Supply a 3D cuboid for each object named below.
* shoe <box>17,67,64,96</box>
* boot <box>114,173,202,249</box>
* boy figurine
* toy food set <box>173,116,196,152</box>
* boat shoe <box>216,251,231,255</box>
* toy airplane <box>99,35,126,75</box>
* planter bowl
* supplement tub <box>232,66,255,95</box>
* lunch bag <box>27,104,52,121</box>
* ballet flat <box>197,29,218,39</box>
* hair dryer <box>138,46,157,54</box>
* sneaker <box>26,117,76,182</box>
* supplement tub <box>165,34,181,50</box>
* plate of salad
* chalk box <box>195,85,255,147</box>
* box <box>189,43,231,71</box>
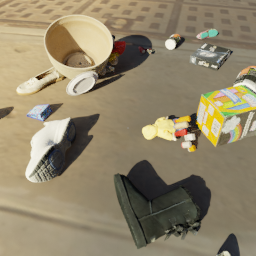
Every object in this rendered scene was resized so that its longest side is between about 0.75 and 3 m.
[{"bbox_3d":[-3.922,-2.150,12.464,2.298,0.613,0.803,-33,51,-32],"label":"shoe"},{"bbox_3d":[0.766,2.014,7.627,1.861,0.840,2.271,-16,51,-14],"label":"boot"},{"bbox_3d":[1.381,0.057,10.039,1.742,0.561,1.083,-13,51,-12],"label":"boy figurine"},{"bbox_3d":[1.884,0.234,9.574,0.551,1.224,0.584,-13,-3,39],"label":"toy food set"},{"bbox_3d":[2.154,3.457,6.247,0.514,0.506,1.427,3,42,4],"label":"boat shoe"},{"bbox_3d":[-1.084,-3.531,13.703,1.943,1.371,1.935,-52,44,-1],"label":"toy airplane"},{"bbox_3d":[-2.142,-3.243,12.400,2.807,1.889,2.807,3,67,-7],"label":"planter bowl"},{"bbox_3d":[5.057,-1.844,11.764,1.087,1.087,1.774,23,47,23],"label":"supplement tub"},{"bbox_3d":[-3.540,-0.644,11.009,0.836,0.393,0.629,9,44,23],"label":"lunch bag"},{"bbox_3d":[4.596,-5.508,16.421,1.381,0.477,0.491,-22,27,-22],"label":"ballet flat"},{"bbox_3d":[0.979,-4.161,15.075,1.041,0.283,0.793,27,31,22],"label":"hair dryer"},{"bbox_3d":[-2.637,0.700,9.153,1.228,1.050,2.820,-1,33,13],"label":"sneaker"},{"bbox_3d":[2.508,-4.775,15.433,0.597,0.597,0.974,21,45,22],"label":"supplement tub"},{"bbox_3d":[-1.889,-1.858,11.480,1.452,1.452,0.349,-24,69,-25],"label":"plate of salad"},{"bbox_3d":[3.846,-0.525,10.046,2.299,1.435,1.425,-14,44,-17],"label":"chalk box"},{"bbox_3d":[4.227,-3.678,14.342,1.492,0.405,1.862,25,47,25],"label":"box"}]
